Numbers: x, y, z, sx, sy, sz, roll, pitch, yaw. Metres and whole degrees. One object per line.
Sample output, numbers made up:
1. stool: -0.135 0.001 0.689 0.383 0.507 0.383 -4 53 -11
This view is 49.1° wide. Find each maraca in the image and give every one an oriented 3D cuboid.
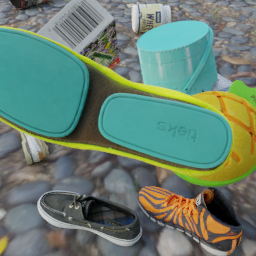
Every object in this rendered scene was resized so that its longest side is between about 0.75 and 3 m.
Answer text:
1. maraca: 1.582 0.011 4.601 2.360 1.263 1.618 -26 68 -16

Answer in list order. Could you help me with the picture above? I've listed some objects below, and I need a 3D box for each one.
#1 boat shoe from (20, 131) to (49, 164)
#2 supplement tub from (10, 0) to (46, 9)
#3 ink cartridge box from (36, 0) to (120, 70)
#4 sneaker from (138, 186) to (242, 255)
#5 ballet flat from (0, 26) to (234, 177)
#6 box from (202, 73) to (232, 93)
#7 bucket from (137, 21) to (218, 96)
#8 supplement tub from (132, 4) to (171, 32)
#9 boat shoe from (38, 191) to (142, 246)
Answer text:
1. boat shoe: -2.514 0.212 7.388 0.579 0.633 1.694 -14 53 -19
2. supplement tub: -5.612 -7.936 16.320 1.361 1.361 2.544 25 47 26
3. ink cartridge box: -0.880 -1.062 5.051 1.483 2.722 0.685 -45 86 -3
4. sneaker: 1.169 1.469 5.410 2.133 1.195 0.827 22 45 24
5. ballet flat: -0.276 -0.167 2.425 2.324 0.777 0.779 20 -1 2
6. box: 2.491 -1.211 9.120 1.819 0.480 2.333 -19 43 -21
7. bucket: 1.542 -2.179 8.893 2.586 1.682 2.586 -12 37 9
8. supplement tub: 1.073 -5.158 13.151 1.693 1.227 1.227 -4 41 -4
9. boat shoe: -0.798 1.651 5.620 2.277 0.645 0.782 13 42 15
